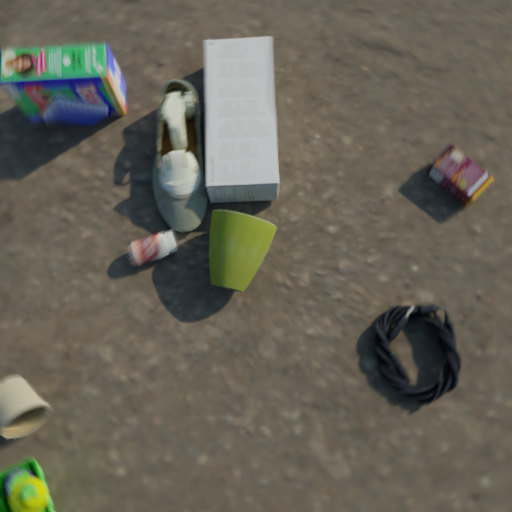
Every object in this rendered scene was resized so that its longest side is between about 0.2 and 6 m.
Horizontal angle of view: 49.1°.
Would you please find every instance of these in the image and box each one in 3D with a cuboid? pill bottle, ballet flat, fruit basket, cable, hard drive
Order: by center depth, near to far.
[{"bbox_3d":[-3.355,3.543,8.096,0.814,1.129,1.129,-23,72,-8],"label":"fruit basket"},{"bbox_3d":[2.605,1.577,9.113,1.336,0.416,1.638,1,71,0],"label":"cable"},{"bbox_3d":[-1.765,-0.142,9.706,0.725,0.414,0.414,-20,72,-6],"label":"pill bottle"},{"bbox_3d":[-1.429,-1.858,10.040,0.965,0.913,2.865,-4,71,-1],"label":"ballet flat"},{"bbox_3d":[-3.264,-2.599,10.146,0.950,0.627,0.120,-1,76,-42],"label":"hard drive"}]

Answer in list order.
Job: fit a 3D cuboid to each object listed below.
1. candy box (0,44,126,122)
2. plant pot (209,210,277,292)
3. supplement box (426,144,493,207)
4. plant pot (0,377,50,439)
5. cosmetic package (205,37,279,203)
[{"bbox_3d":[-3.406,-3.085,10.113,1.835,1.551,0.707,-6,79,-2],"label":"candy box"},{"bbox_3d":[-0.335,-0.032,9.412,1.122,1.122,1.199,13,84,5],"label":"plant pot"},{"bbox_3d":[3.659,-1.455,10.119,0.554,0.430,1.004,-45,77,-7],"label":"supplement box"},{"bbox_3d":[-3.730,2.313,8.743,0.766,0.766,0.701,-37,63,-12],"label":"plant pot"},{"bbox_3d":[-0.284,-2.528,10.335,1.273,0.781,3.085,-1,71,0],"label":"cosmetic package"}]
